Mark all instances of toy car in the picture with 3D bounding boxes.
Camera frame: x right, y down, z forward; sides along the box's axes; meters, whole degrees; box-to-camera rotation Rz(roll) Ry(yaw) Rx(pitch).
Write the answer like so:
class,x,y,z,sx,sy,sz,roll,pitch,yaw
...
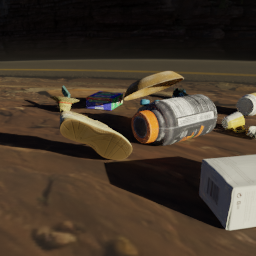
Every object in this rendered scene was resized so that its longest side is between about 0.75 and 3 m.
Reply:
class,x,y,z,sx,sy,sz,roll,pitch,yaw
toy car,0.996,-0.529,11.672,1.092,1.138,1.234,4,-2,14

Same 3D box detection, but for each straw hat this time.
class,x,y,z,sx,sy,sz,roll,pitch,yaw
straw hat,-3.131,-1.109,13.819,1.540,0.652,1.540,6,-2,0

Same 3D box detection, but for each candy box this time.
class,x,y,z,sx,sy,sz,roll,pitch,yaw
candy box,-1.222,-1.482,14.954,1.460,0.665,1.727,7,20,17

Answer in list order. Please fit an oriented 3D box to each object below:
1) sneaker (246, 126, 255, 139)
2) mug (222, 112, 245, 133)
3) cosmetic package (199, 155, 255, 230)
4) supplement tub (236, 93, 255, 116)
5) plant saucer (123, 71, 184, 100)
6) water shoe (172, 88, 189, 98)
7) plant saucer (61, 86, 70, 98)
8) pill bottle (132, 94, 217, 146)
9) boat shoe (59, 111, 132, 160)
class,x,y,z,sx,sy,sz,roll,pitch,yaw
sneaker,4.957,0.174,10.396,1.252,0.474,0.549,-14,38,-29
mug,4.196,-0.223,11.161,0.701,0.683,0.853,-15,16,-18
cosmetic package,2.961,1.253,6.033,2.459,0.998,1.388,-2,18,-9
supplement tub,5.909,-1.131,13.294,1.410,1.018,1.018,-13,22,-38
plant saucer,1.089,-1.993,12.848,2.905,0.514,2.905,-19,-1,0
water shoe,3.153,-1.928,16.268,0.638,0.704,1.784,-10,20,-27
plant saucer,-3.098,-1.724,13.899,0.106,0.392,1.121,0,30,-30
pill bottle,1.575,-0.265,9.766,2.935,1.559,1.559,-12,22,-32
boat shoe,-0.875,0.187,7.993,2.343,0.845,0.761,26,20,-29
